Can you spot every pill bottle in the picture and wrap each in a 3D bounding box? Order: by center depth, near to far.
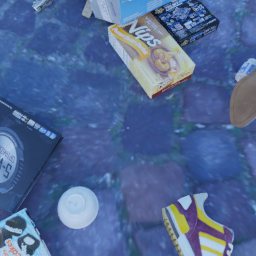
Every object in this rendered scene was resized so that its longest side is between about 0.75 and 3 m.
[{"bbox_3d":[3.576,-1.706,8.371,0.432,0.432,0.770,33,68,15],"label":"pill bottle"}]

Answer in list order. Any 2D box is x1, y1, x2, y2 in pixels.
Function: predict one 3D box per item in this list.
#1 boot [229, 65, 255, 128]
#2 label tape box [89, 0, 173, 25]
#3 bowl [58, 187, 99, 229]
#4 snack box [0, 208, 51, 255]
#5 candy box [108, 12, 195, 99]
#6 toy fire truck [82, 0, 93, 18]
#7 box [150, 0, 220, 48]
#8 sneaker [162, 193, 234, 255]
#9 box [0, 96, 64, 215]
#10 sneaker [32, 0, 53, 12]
[{"bbox_3d":[3.602,-1.173,7.459,0.892,1.858,2.541,31,105,26],"label":"boot"},{"bbox_3d":[0.284,-3.973,8.492,2.063,0.952,2.880,-31,40,-15],"label":"label tape box"},{"bbox_3d":[-1.216,1.842,6.661,1.009,0.454,1.009,0,64,-1],"label":"bowl"},{"bbox_3d":[-2.303,2.619,6.107,0.848,0.271,1.460,-28,90,-12],"label":"snack box"},{"bbox_3d":[0.647,-2.293,8.483,1.478,0.708,2.560,-28,67,-13],"label":"candy box"},{"bbox_3d":[-1.469,-4.770,9.631,1.480,1.082,1.682,11,55,5],"label":"toy fire truck"},{"bbox_3d":[1.843,-3.607,9.288,1.694,0.421,1.682,-30,68,-13],"label":"box"},{"bbox_3d":[1.840,2.767,5.868,1.290,1.073,2.862,-24,67,-4],"label":"sneaker"},{"bbox_3d":[-3.294,0.405,6.652,2.744,0.597,2.198,35,66,-13],"label":"box"},{"bbox_3d":[-3.012,-4.410,9.751,0.445,0.289,0.771,40,72,19],"label":"sneaker"}]
